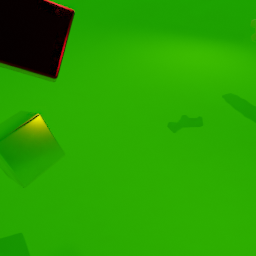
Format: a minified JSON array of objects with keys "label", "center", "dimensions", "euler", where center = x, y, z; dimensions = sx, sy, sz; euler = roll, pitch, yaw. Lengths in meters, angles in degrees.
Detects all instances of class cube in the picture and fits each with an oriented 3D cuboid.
[{"label":"cube","center":[-1.593,0.283,4.245],"dimensions":[0.784,0.784,0.784],"euler":[-41,29,-29]},{"label":"cube","center":[-1.200,-1.100,3.485],"dimensions":[0.828,0.828,0.828],"euler":[15,2,-17]}]

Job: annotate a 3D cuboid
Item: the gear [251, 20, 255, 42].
[{"label":"gear","center":[4.636,-3.212,8.408],"dimensions":[0.363,1.964,1.964],"euler":[1,31,-27]}]
